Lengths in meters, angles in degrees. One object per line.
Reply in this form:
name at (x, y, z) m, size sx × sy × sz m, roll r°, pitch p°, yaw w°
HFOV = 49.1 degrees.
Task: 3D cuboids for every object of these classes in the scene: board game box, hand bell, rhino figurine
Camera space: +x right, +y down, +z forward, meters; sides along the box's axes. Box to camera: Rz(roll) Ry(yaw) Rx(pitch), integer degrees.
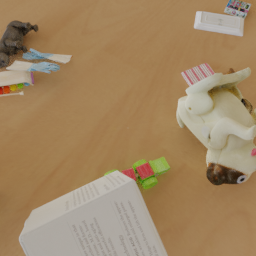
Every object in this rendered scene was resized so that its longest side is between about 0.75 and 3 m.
board game box at (4.227, -4.615, 10.801) m, size 0.828 × 0.266 × 0.611 m, roll 24°, pitch 64°, yaw 13°
hand bell at (3.270, -1.243, 8.758) m, size 1.013 × 1.013 × 1.945 m, roll 10°, pitch 51°, yaw 5°
rhino figurine at (-4.008, -2.814, 9.576) m, size 1.004 × 0.686 × 2.295 m, roll 8°, pitch 63°, yaw 19°

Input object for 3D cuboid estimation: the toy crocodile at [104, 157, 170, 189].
toy crocodile at (0.089, 1.304, 7.354) m, size 2.162 × 0.667 × 0.730 m, roll -19°, pitch 63°, yaw -10°

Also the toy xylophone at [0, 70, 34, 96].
toy xylophone at (-3.760, -1.428, 9.003) m, size 1.404 × 0.353 × 1.028 m, roll -3°, pitch 71°, yaw -3°

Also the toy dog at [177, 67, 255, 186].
toy dog at (2.361, 0.149, 7.196) m, size 1.852 × 2.574 × 2.655 m, roll -13°, pitch 79°, yaw -46°

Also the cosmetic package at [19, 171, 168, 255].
cosmetic package at (-0.695, 2.250, 5.821) m, size 2.257 × 1.860 × 1.862 m, roll -24°, pitch 92°, yaw -11°

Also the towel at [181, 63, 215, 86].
towel at (2.378, -1.718, 9.307) m, size 1.014 × 0.152 × 0.742 m, roll -22°, pitch 64°, yaw -9°

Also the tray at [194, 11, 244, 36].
tray at (3.439, -3.977, 10.491) m, size 1.813 × 0.201 × 0.974 m, roll 12°, pitch 63°, yaw 6°

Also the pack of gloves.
pack of gloves at (-2.870, -2.275, 9.154) m, size 1.702 × 0.336 × 1.430 m, roll 7°, pitch 36°, yaw 9°
